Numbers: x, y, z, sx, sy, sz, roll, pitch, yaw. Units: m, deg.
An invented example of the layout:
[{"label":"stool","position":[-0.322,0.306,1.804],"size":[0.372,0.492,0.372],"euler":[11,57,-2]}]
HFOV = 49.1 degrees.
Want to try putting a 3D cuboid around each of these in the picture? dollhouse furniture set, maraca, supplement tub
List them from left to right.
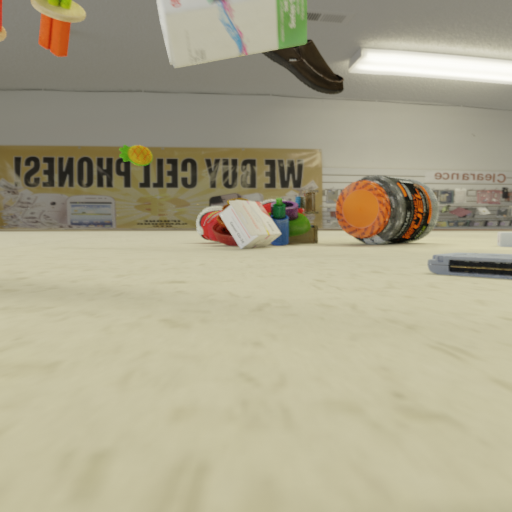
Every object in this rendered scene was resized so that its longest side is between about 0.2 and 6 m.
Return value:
[{"label":"maraca","position":[-2.498,-2.097,11.644],"size":[0.692,0.474,0.370],"euler":[5,-26,-24]},{"label":"dollhouse furniture set","position":[0.959,-0.962,13.851],"size":[0.918,1.302,0.913],"euler":[-1,4,-14]},{"label":"supplement tub","position":[3.111,-1.081,13.302],"size":[1.607,1.607,2.623],"euler":[3,5,40]}]

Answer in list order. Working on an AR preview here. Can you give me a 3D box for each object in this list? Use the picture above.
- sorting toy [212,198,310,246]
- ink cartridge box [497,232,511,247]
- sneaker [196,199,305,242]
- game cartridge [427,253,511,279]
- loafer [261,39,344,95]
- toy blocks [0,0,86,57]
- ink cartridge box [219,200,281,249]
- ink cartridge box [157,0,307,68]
[{"label":"sorting toy","position":[0.213,-0.918,12.491],"size":[2.445,1.003,1.469],"euler":[-15,27,-31]},{"label":"ink cartridge box","position":[5.454,-0.351,11.929],"size":[0.536,0.314,0.741],"euler":[1,5,19]},{"label":"sneaker","position":[-0.013,-0.729,14.133],"size":[2.940,1.132,1.248],"euler":[-10,17,-20]},{"label":"game cartridge","position":[2.392,0.093,5.463],"size":[1.177,0.238,0.785],"euler":[3,8,44]},{"label":"loafer","position":[0.975,-3.934,11.167],"size":[1.979,0.706,0.722],"euler":[31,33,-6]},{"label":"toy blocks","position":[-3.008,-3.061,7.094],"size":[1.565,1.877,0.682],"euler":[16,38,-16]},{"label":"ink cartridge box","position":[-0.164,-0.620,11.095],"size":[0.496,0.856,1.469],"euler":[-37,-12,21]},{"label":"ink cartridge box","position":[-0.239,-2.120,4.780],"size":[1.171,0.848,0.492],"euler":[-12,-40,-6]}]
